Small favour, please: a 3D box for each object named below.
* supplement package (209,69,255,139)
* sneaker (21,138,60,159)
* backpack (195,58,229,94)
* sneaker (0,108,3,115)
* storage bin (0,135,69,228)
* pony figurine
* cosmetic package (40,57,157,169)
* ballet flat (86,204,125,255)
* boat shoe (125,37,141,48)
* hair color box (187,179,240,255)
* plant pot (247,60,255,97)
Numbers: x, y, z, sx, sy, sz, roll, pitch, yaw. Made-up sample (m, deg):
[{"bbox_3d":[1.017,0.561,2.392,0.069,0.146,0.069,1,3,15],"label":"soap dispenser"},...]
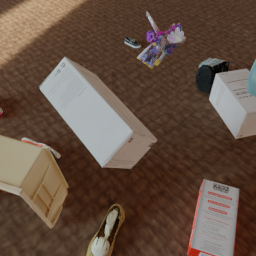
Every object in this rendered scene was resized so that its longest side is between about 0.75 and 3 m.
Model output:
[{"bbox_3d":[4.142,-0.923,10.208,1.320,1.336,2.204,-10,48,-9],"label":"supplement package"},{"bbox_3d":[-2.951,0.840,9.246,1.551,0.598,0.635,16,69,21],"label":"sneaker"},{"bbox_3d":[3.490,-2.300,11.580,1.008,1.330,1.593,31,49,30],"label":"backpack"},{"bbox_3d":[-5.458,-0.906,10.617,1.625,0.717,0.661,25,52,21],"label":"sneaker"},{"bbox_3d":[-3.191,1.313,7.300,2.678,2.658,1.255,14,56,12],"label":"storage bin"},{"bbox_3d":[0.942,-2.517,8.090,1.314,1.577,1.523,39,13,11],"label":"pony figurine"},{"bbox_3d":[-0.633,-0.297,6.082,0.981,1.365,2.419,-46,64,12],"label":"cosmetic package"},{"bbox_3d":[-0.613,2.808,7.324,0.639,0.586,1.861,14,49,13],"label":"ballet flat"},{"bbox_3d":[0.245,-4.291,13.968,0.962,0.329,0.355,34,56,27],"label":"boat shoe"},{"bbox_3d":[2.337,2.503,7.566,1.050,0.634,2.069,15,50,14],"label":"hair color box"},{"bbox_3d":[3.209,-1.148,6.046,1.107,1.127,1.104,33,38,17],"label":"plant pot"}]
